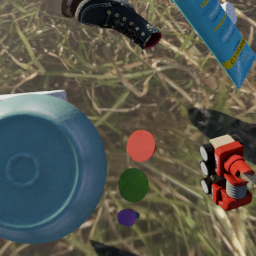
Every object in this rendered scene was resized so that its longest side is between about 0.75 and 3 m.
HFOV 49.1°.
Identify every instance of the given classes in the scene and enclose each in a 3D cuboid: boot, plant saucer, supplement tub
[{"bbox_3d":[-0.181,-2.982,8.021,1.732,0.828,2.293,45,40,18],"label":"boot"},{"bbox_3d":[-1.545,-4.024,8.870,0.245,1.338,1.338,42,64,10],"label":"plant saucer"},{"bbox_3d":[-1.607,0.662,4.495,2.517,0.452,2.517,0,88,1],"label":"plant saucer"},{"bbox_3d":[2.744,-3.396,8.881,1.135,0.796,0.796,-11,41,46],"label":"supplement tub"}]

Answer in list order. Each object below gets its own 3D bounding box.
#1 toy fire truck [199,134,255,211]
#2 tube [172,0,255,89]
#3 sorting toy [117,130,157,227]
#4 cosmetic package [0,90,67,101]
[{"bbox_3d":[1.810,0.864,4.359,0.853,1.167,1.326,-15,33,-7],"label":"toy fire truck"},{"bbox_3d":[1.937,-2.024,5.985,1.019,2.631,0.663,-56,31,-8],"label":"tube"},{"bbox_3d":[0.275,1.051,5.841,0.679,0.674,1.958,10,87,33],"label":"sorting toy"},{"bbox_3d":[-2.855,-0.166,5.971,2.846,1.014,1.443,-1,11,17],"label":"cosmetic package"}]
